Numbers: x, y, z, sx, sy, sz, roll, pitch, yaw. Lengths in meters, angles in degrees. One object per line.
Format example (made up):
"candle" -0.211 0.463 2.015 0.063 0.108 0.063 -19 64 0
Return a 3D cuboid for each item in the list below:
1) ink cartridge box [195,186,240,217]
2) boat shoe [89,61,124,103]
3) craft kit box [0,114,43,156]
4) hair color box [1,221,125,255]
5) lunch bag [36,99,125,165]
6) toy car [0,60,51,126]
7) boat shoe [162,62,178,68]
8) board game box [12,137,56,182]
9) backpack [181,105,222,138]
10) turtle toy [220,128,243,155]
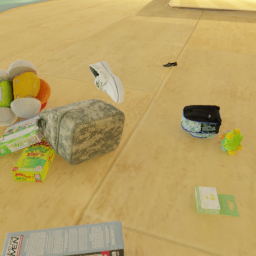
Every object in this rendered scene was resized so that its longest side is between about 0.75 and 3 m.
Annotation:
"ink cartridge box" 2.532 2.085 7.981 1.151 0.276 0.838 2 34 6
"boat shoe" -0.569 -1.104 6.912 0.518 0.571 1.552 -11 41 -19
"craft kit box" -3.783 0.186 10.141 1.681 0.408 1.660 -19 27 9
"hair color box" -1.309 2.788 6.065 2.431 1.203 0.737 -4 34 -6
"lunch bag" -1.598 -0.100 9.642 2.064 1.714 2.460 34 35 32
"toy car" -4.395 -1.292 11.534 2.641 1.980 2.311 -17 72 19
"boat shoe" 2.502 -3.795 16.686 0.947 0.314 0.354 -3 34 -4
"board game box" -3.061 1.005 9.413 0.933 0.437 1.837 2 34 2
"backpack" 2.762 -0.244 10.737 1.404 1.032 1.285 6 35 9
"turtle toy" 3.745 0.420 10.086 1.142 0.832 0.577 -23 19 -31
